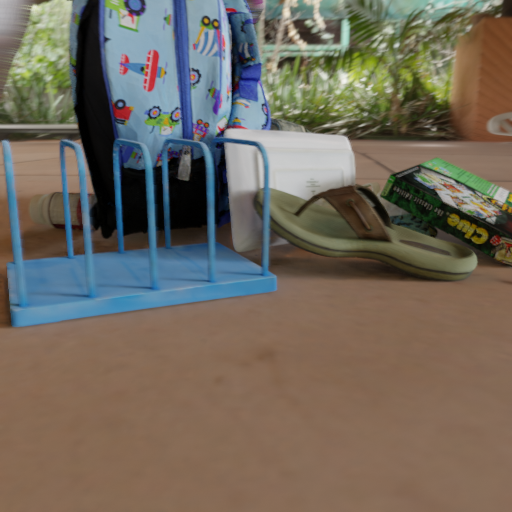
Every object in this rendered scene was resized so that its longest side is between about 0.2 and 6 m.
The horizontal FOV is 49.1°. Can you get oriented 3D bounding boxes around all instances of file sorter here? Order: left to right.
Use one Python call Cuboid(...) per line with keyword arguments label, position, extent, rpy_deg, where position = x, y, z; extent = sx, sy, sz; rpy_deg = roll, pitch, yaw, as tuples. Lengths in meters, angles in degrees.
Cuboid(label="file sorter", position=(-1.481, -0.488, 6.696), extent=(2.885, 1.770, 2.002), rpy_deg=(-7, 15, -24))

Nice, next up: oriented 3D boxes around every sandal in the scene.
Cuboid(label="sandal", position=(1.440, -0.478, 7.343), extent=(3.006, 0.858, 1.194), rpy_deg=(14, 27, 0))

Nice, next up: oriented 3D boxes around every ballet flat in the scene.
Cuboid(label="ballet flat", position=(2.168, -0.813, 9.748), extent=(0.962, 0.962, 2.592), rpy_deg=(-5, 15, -21))

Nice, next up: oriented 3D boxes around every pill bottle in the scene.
Cuboid(label="pill bottle", position=(-3.440, -0.826, 10.232), extent=(1.230, 0.674, 0.674), rpy_deg=(3, 15, 13))

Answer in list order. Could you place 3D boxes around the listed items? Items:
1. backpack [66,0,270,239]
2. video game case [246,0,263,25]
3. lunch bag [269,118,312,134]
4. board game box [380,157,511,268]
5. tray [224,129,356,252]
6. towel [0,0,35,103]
Cuboid(label="backpack", position=(-1.387, -2.940, 8.814), extent=(2.964, 4.406, 4.022), rpy_deg=(-4, 59, -11))
Cuboid(label="video game case", position=(-0.166, -4.971, 11.390), extent=(0.178, 0.994, 0.901), rpy_deg=(16, -38, -26))
Cuboid(label="lunch bag", position=(0.390, -1.901, 12.013), extent=(2.270, 1.886, 2.707), rpy_deg=(2, 12, -41))
Cuboid(label="board game box", position=(3.615, -0.941, 9.590), extent=(2.125, 0.476, 4.056), rpy_deg=(29, 24, 19))
Cuboid(label="tray", position=(0.750, -1.069, 8.667), extent=(0.353, 1.710, 3.185), rpy_deg=(1, 8, 40))
Cuboid(label="towel", position=(-3.318, -2.737, 7.077), extent=(0.378, 2.348, 2.242), rpy_deg=(23, 22, -19))
